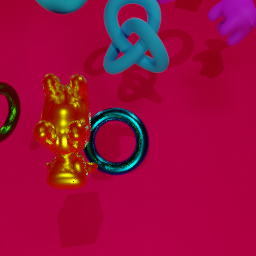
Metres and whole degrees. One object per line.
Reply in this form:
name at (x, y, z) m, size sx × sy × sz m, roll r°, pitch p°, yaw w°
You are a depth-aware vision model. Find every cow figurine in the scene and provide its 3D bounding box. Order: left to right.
cow figurine at (-0.868, 0.110, 4.087) m, size 0.825 × 1.480 × 1.504 m, roll 1°, pitch 70°, yaw -2°
cow figurine at (2.691, -2.887, 6.538) m, size 1.558 × 0.869 × 1.584 m, roll -38°, pitch 41°, yaw 26°

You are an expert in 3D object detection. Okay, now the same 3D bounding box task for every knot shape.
knot shape at (0.027, -1.757, 5.768) m, size 0.798 × 1.617 × 1.728 m, roll -21°, pitch 84°, yaw -45°

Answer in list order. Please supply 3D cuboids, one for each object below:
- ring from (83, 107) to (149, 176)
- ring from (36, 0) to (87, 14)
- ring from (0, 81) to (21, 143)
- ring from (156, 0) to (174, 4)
ring at (-0.241, 0.257, 5.308) m, size 1.299 × 0.260 × 1.299 m, roll 0°, pitch 92°, yaw 9°
ring at (-1.265, -2.876, 5.222) m, size 1.402 × 1.402 × 0.280 m, roll -38°, pitch 39°, yaw -23°
ring at (-2.556, -0.285, 5.475) m, size 0.251 × 1.257 × 1.257 m, roll 13°, pitch 56°, yaw 14°
ring at (1.117, -3.394, 5.792) m, size 2.021 × 0.404 × 2.021 m, roll -26°, pitch 43°, yaw 28°
